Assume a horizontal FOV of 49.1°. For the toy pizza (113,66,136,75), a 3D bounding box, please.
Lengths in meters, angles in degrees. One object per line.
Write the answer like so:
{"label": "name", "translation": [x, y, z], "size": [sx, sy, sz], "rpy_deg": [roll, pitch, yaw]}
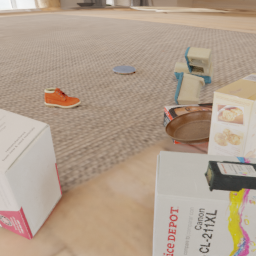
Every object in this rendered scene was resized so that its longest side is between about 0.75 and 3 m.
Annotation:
{"label": "toy pizza", "translation": [-0.198, -2.964, 14.396], "size": [1.190, 0.189, 1.190], "rpy_deg": [1, 28, -1]}

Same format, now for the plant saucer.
{"label": "plant saucer", "translation": [1.805, 0.012, 7.370], "size": [1.646, 0.301, 1.646], "rpy_deg": [-12, 25, 6]}

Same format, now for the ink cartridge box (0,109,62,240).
{"label": "ink cartridge box", "translation": [-2.919, 0.632, 5.367], "size": [2.939, 2.153, 1.216], "rpy_deg": [17, 45, 14]}

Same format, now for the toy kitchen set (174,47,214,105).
{"label": "toy kitchen set", "translation": [2.478, -1.901, 11.812], "size": [1.701, 2.313, 2.887], "rpy_deg": [12, -5, 20]}

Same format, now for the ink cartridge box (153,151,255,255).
{"label": "ink cartridge box", "translation": [1.719, 1.515, 4.480], "size": [2.637, 1.921, 1.092], "rpy_deg": [3, 32, 8]}

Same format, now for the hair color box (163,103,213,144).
{"label": "hair color box", "translation": [2.457, -0.207, 8.818], "size": [2.426, 0.743, 1.231], "rpy_deg": [-6, 30, -9]}

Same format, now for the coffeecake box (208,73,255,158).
{"label": "coffeecake box", "translation": [2.708, 0.132, 6.492], "size": [1.817, 2.367, 0.865], "rpy_deg": [-25, 34, -38]}

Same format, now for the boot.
{"label": "boot", "translation": [-2.482, -1.152, 10.557], "size": [1.394, 0.748, 0.523], "rpy_deg": [2, 27, 1]}
